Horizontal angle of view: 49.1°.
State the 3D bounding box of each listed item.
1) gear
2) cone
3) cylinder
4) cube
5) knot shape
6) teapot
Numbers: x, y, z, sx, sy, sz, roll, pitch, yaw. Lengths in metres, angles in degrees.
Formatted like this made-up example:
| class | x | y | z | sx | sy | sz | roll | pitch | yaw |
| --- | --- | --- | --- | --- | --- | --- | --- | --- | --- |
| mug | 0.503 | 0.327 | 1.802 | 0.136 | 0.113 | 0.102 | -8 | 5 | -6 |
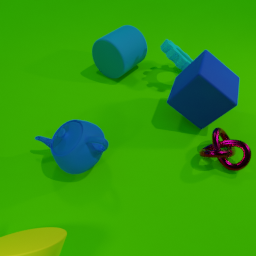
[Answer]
| class | x | y | z | sx | sy | sz | roll | pitch | yaw |
| --- | --- | --- | --- | --- | --- | --- | --- | --- | --- |
| gear | 1.748 | -2.149 | 8.921 | 1.653 | 0.306 | 1.653 | 34 | 25 | -19 |
| cone | -1.480 | 2.307 | 4.211 | 1.226 | 1.226 | 1.230 | -6 | 87 | -7 |
| cylinder | -0.268 | -2.524 | 9.276 | 1.343 | 1.343 | 1.343 | 26 | 48 | 26 |
| cube | 1.988 | -0.994 | 7.368 | 1.252 | 1.252 | 1.252 | 36 | 46 | -11 |
| knot shape | 2.182 | 0.511 | 6.549 | 1.059 | 0.523 | 1.132 | -11 | 45 | -17 |
| teapot | -1.245 | 0.351 | 6.304 | 2.030 | 0.994 | 1.262 | -2 | 58 | 34 |
